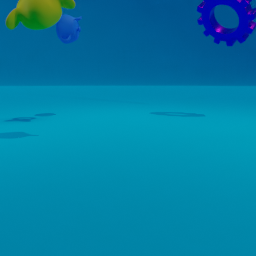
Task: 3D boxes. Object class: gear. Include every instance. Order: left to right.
[{"bbox_3d":[3.201,-3.617,9.134,1.939,1.939,0.359,11,52,49],"label":"gear"}]

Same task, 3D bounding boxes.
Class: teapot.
[{"bbox_3d":[-1.889,-3.265,9.184,0.714,0.907,1.459,3,52,9],"label":"teapot"}]

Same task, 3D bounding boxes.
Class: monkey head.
[{"bbox_3d":[-1.688,-2.319,5.138,1.305,0.938,0.786,-23,52,-8],"label":"monkey head"}]
